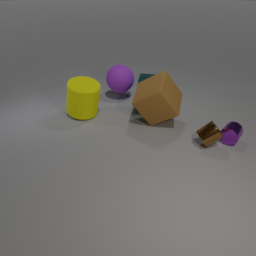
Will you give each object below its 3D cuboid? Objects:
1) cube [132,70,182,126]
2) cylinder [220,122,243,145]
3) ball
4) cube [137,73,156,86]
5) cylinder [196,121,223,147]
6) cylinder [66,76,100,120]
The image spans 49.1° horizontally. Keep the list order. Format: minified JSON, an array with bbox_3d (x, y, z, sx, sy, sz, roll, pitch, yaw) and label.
[{"bbox_3d":[1.223,-1.201,11.458,1.400,1.400,1.400,-21,36,35],"label":"cube"},{"bbox_3d":[3.875,0.201,10.506,0.700,0.700,0.700,18,33,30],"label":"cylinder"},{"bbox_3d":[-0.393,-2.471,14.064,1.400,1.400,1.400,0,28,0],"label":"ball"},{"bbox_3d":[1.167,-1.671,13.185,1.400,1.400,1.400,4,27,6],"label":"cube"},{"bbox_3d":[2.952,0.207,10.116,0.700,0.700,0.700,-36,23,16],"label":"cylinder"},{"bbox_3d":[-1.964,-1.316,12.228,1.400,1.400,1.400,7,38,-6],"label":"cylinder"}]
